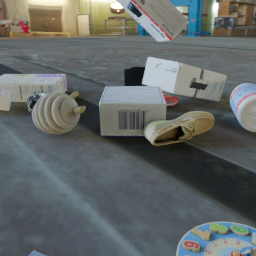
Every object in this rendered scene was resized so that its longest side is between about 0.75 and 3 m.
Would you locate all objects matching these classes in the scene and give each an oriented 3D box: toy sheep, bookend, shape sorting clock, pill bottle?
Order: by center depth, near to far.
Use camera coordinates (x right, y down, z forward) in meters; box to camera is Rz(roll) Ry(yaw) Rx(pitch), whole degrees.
[{"bbox_3d":[1.312,1.615,3.429,1.421,0.279,1.421,0,22,0],"label":"shape sorting clock"},{"bbox_3d":[-1.788,-0.402,7.262,1.769,1.220,1.220,-12,11,38],"label":"toy sheep"},{"bbox_3d":[3.578,-0.699,8.168,1.052,1.052,1.935,4,22,9],"label":"pill bottle"},{"bbox_3d":[0.929,-2.357,12.655,1.728,0.796,1.717,7,22,19],"label":"bookend"}]

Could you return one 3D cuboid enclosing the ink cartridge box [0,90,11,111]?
[{"bbox_3d":[-4.522,-0.975,9.272,1.177,0.496,0.852,6,21,-20],"label":"ink cartridge box"}]

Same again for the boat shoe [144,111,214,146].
[{"bbox_3d":[1.353,0.061,6.872,1.869,0.674,0.607,-10,31,-15],"label":"boat shoe"}]

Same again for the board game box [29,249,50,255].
[{"bbox_3d":[0.039,1.971,2.019,2.734,0.266,1.408,16,25,15],"label":"board game box"}]

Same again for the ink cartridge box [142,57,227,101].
[{"bbox_3d":[2.000,-1.734,10.019,2.433,1.019,1.755,4,15,-37],"label":"ink cartridge box"}]

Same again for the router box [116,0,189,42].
[{"bbox_3d":[0.362,-3.532,7.863,2.526,0.617,2.267,40,9,-13],"label":"router box"}]

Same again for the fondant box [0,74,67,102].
[{"bbox_3d":[-3.813,-1.568,10.760,2.545,0.741,1.836,1,22,0],"label":"fondant box"}]

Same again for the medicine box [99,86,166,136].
[{"bbox_3d":[0.136,-0.536,7.881,1.682,0.951,1.847,0,21,1],"label":"medicine box"}]

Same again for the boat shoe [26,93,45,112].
[{"bbox_3d":[-2.818,-0.709,8.687,0.668,0.707,1.971,-8,21,-19],"label":"boat shoe"}]

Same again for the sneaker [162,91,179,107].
[{"bbox_3d":[1.196,-1.045,9.673,1.324,0.574,0.488,-8,25,-19],"label":"sneaker"}]
